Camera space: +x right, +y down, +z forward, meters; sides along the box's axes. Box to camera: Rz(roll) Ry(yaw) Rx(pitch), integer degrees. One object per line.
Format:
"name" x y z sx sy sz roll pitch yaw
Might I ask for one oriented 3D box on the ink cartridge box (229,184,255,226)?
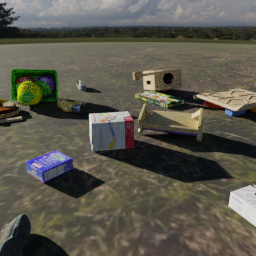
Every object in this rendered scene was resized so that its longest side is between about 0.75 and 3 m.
"ink cartridge box" 2.923 1.735 5.409 0.836 0.393 1.779 -11 24 -24

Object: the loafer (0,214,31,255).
"loafer" -2.049 2.025 4.706 0.460 0.525 1.461 -20 15 3

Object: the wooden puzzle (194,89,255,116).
"wooden puzzle" 4.863 -1.143 12.463 2.732 0.683 2.950 -10 19 -24

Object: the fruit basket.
"fruit basket" -4.518 -1.924 13.277 2.442 1.761 2.442 1 4 0

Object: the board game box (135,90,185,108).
"board game box" 1.502 -1.429 13.668 1.196 0.268 2.284 -15 26 -37

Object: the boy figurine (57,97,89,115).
"boy figurine" -2.438 -0.994 12.224 1.588 0.512 0.987 18 30 33

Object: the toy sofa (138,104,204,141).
"toy sofa" 1.487 -0.100 9.678 2.165 1.056 0.896 7 47 16

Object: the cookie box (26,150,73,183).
"cookie box" -2.053 0.988 7.365 0.796 0.350 0.930 18 28 38

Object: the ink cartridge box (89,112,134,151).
"ink cartridge box" -0.546 0.088 8.833 1.314 0.950 0.955 -5 22 -11

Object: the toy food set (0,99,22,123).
"toy food set" -5.493 -0.850 11.775 1.856 0.540 2.689 -12 24 -28

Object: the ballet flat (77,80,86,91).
"ballet flat" -2.693 -2.472 16.019 0.488 0.488 1.358 -7 23 -18

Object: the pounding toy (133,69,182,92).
"pounding toy" 1.481 -2.437 14.668 2.556 1.169 2.245 -8 12 -18
